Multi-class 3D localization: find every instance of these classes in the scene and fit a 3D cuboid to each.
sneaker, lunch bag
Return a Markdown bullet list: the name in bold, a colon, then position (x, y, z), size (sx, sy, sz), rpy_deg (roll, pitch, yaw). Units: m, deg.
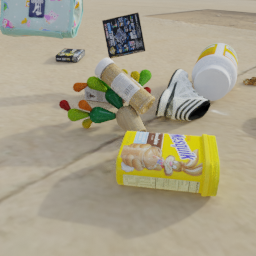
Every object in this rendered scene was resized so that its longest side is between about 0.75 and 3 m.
- **sneaker**: position (2.082, -1.051, 9.723), size (1.586, 1.040, 2.756), rpy_deg (18, 42, 13)
- **lunch bag**: position (-1.775, -2.542, 5.973), size (1.512, 1.082, 1.775), rpy_deg (4, 49, -2)

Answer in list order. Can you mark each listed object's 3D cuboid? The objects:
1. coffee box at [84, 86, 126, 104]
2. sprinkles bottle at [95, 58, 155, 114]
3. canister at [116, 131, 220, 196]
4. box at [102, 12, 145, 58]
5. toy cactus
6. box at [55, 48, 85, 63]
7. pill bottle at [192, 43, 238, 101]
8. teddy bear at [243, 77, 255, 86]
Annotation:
- **coffee box**: position (-0.762, -1.371, 10.408), size (1.497, 0.597, 0.856), rpy_deg (9, 32, 15)
- **sprinkles bottle**: position (-0.108, -1.210, 8.046), size (1.896, 0.647, 0.647), rpy_deg (43, 45, 14)
- **canister**: position (0.910, 0.747, 6.497), size (2.149, 0.930, 1.596), rpy_deg (4, 31, 9)
- **box**: position (-0.165, -3.720, 11.301), size (1.512, 1.523, 0.379), rpy_deg (-11, -1, 8)
- **toy cactus**: position (-0.353, -0.639, 8.510), size (2.950, 1.509, 2.434), rpy_deg (-24, 64, -21)
- **box**: position (-3.047, -3.873, 14.922), size (1.185, 0.361, 1.470), rpy_deg (7, 31, 6)
- **pill bottle**: position (3.318, -2.135, 10.706), size (1.608, 1.608, 2.895), rpy_deg (10, 32, 17)
- **teddy bear**: position (5.304, -1.973, 11.825), size (0.853, 0.285, 0.619), rpy_deg (-15, 25, -9)
